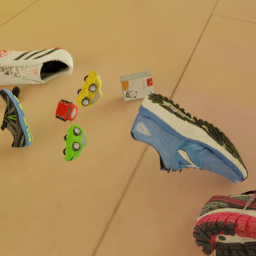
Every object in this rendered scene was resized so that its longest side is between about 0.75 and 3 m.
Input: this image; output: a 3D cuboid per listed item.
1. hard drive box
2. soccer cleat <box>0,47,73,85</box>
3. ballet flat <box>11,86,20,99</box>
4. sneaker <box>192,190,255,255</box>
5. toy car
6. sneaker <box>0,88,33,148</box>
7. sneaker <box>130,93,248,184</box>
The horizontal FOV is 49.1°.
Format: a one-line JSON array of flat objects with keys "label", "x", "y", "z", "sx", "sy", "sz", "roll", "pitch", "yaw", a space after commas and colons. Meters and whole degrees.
[{"label": "hard drive box", "x": 0.246, "y": -1.166, "z": 7.728, "sx": 0.847, "sy": 0.660, "sz": 0.325, "roll": -13, "pitch": 38, "yaw": -3}, {"label": "soccer cleat", "x": -2.944, "y": -1.680, "z": 7.992, "sx": 2.820, "sy": 0.968, "sz": 1.201, "roll": -14, "pitch": 40, "yaw": -18}, {"label": "ballet flat", "x": -3.200, "y": -0.836, "z": 7.874, "sx": 0.263, "sy": 0.225, "sz": 0.791, "roll": 14, "pitch": 54, "yaw": -13}, {"label": "sneaker", "x": 2.566, "y": 1.473, "z": 4.577, "sx": 2.963, "sy": 1.194, "sz": 1.106, "roll": -8, "pitch": 22, "yaw": 33}, {"label": "toy car", "x": -1.040, "y": -0.100, "z": 5.832, "sx": 0.404, "sy": 1.810, "sz": 1.703, "roll": 17, "pitch": 58, "yaw": -33}, {"label": "sneaker", "x": -2.752, "y": -0.222, "z": 6.605, "sx": 0.613, "sy": 0.525, "sz": 1.480, "roll": -18, "pitch": 94, "yaw": -10}, {"label": "sneaker", "x": 1.289, "y": 0.429, "z": 6.000, "sx": 2.787, "sy": 1.243, "sz": 1.095, "roll": 31, "pitch": 25, "yaw": -9}]
